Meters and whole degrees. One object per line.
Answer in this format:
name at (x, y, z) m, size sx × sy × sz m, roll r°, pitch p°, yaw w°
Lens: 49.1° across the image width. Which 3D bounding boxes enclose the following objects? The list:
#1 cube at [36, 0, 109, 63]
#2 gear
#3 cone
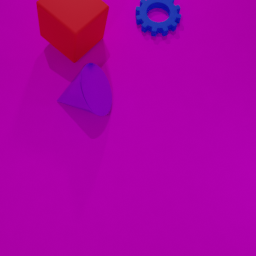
cube at (-1.463, -2.841, 7.470) m, size 1.298 × 1.298 × 1.298 m, roll 40°, pitch 67°, yaw 3°
gear at (0.897, -3.382, 8.375) m, size 1.343 × 0.248 × 1.343 m, roll 0°, pitch 73°, yaw 0°
cone at (-1.353, -0.855, 7.344) m, size 1.366 × 1.361 × 1.361 m, roll -11°, pitch 70°, yaw 27°
